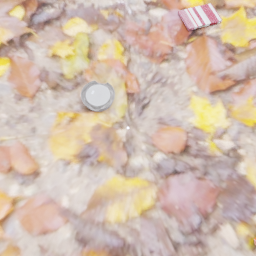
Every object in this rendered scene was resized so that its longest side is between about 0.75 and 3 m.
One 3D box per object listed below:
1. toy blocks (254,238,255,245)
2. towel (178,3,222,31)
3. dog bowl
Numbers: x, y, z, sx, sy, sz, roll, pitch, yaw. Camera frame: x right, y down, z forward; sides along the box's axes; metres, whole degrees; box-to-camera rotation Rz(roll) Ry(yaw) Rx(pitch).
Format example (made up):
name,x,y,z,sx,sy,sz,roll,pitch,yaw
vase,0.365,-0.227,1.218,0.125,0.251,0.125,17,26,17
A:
name,x,y,z,sx,sy,sz,roll,pitch,yaw
toy blocks,3.286,2.700,5.464,2.276,0.826,1.897,-29,70,-12
towel,2.178,-3.371,8.484,1.128,0.128,0.813,-17,66,-9
dog bowl,-0.773,-0.815,7.297,0.881,0.258,0.881,0,66,0
